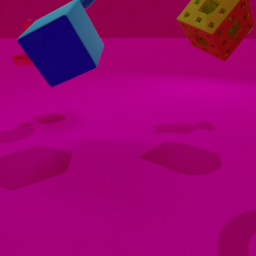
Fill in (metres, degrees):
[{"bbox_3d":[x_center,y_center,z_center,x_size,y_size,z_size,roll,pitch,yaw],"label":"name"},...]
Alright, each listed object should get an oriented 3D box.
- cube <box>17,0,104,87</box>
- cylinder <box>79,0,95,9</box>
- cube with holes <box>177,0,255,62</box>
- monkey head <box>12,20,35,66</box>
[{"bbox_3d":[-1.307,-1.737,5.758,1.131,1.131,1.131,-19,34,19],"label":"cube"},{"bbox_3d":[-1.303,-4.315,8.783,0.781,0.781,0.781,-33,3,29],"label":"cylinder"},{"bbox_3d":[1.940,-2.328,6.168,1.026,1.026,1.026,42,5,38],"label":"cube with holes"},{"bbox_3d":[-2.431,-2.131,7.378,1.192,0.998,1.656,-5,-5,5],"label":"monkey head"}]
